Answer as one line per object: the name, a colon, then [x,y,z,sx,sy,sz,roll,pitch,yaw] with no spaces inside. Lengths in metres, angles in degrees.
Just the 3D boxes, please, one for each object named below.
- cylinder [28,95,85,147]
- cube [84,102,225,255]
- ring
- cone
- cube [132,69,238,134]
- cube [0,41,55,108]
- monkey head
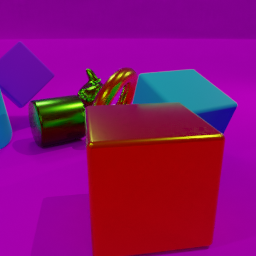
cylinder: [-1.545,-0.171,6.155,1.012,1.012,1.012,-12,23,-30]
cube: [0.196,0.535,3.542,1.398,1.398,1.398,-3,20,-8]
ring: [-0.309,-0.590,6.450,0.345,1.725,1.725,31,28,13]
cone: [-2.928,-0.598,5.632,1.582,1.588,1.582,25,30,-16]
cube: [0.920,-0.192,5.230,1.294,1.294,1.294,-11,43,-28]
cube: [-2.783,-1.311,7.229,1.144,1.144,1.144,-50,19,-15]
monkey head: [-1.123,-1.055,8.079,0.951,1.136,1.578,-33,-2,-5]
